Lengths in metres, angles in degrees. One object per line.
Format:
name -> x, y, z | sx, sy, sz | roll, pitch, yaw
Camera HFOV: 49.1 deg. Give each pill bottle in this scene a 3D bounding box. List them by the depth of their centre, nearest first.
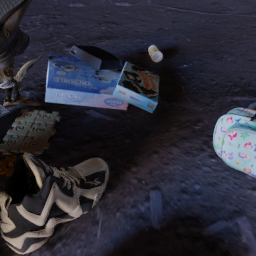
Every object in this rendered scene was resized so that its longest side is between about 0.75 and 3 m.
pill bottle -> 1.339, -3.696, 13.798 | 0.555, 0.555, 0.971 | -5, 38, -7

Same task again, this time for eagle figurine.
eagle figurine -> -4.231, -1.897, 10.541 | 1.688, 2.225, 1.679 | 11, -20, -41

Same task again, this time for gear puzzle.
gear puzzle -> -3.049, 0.416, 8.585 | 1.464, 0.370, 2.826 | 4, 40, 2

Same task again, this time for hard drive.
hard drive -> -1.329, -2.962, 11.643 | 1.417, 0.445, 2.101 | -14, 38, -43

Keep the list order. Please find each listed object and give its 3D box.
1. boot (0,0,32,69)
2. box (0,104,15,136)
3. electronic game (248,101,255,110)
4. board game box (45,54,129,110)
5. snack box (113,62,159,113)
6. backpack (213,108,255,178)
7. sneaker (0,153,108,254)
boot -> -3.385, -3.085, 8.264 | 0.921, 1.737, 2.638 | 43, 90, 11
box -> -4.491, -0.237, 9.078 | 1.152, 0.716, 1.161 | 28, 45, 32
electronic game -> 5.269, -0.260, 9.249 | 2.574, 0.536, 2.574 | 1, 36, -1
board game box -> -1.612, -1.829, 10.764 | 2.885, 0.626, 2.871 | 5, 36, -17
snack box -> 0.389, -1.603, 10.440 | 1.505, 0.481, 2.591 | 24, 30, -7
backpack -> 3.237, 0.347, 7.592 | 1.376, 1.622, 1.827 | -26, 40, -37
sneaker -> -1.566, 1.136, 6.268 | 1.179, 1.922, 2.953 | 32, 47, 34
